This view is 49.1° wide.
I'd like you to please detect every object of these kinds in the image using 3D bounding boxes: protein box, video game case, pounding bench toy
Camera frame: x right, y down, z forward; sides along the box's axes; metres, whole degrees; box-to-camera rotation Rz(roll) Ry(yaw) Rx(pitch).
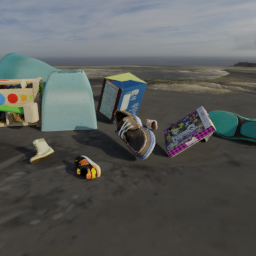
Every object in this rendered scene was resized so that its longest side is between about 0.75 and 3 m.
[{"bbox_3d":[-0.273,-1.334,12.168,1.107,1.641,1.630,37,37,27],"label":"protein box"},{"bbox_3d":[1.842,0.088,8.691,1.555,0.278,1.410,-34,20,19],"label":"video game case"},{"bbox_3d":[-4.741,-0.960,11.381,2.325,1.852,2.981,-3,17,-11],"label":"pounding bench toy"}]

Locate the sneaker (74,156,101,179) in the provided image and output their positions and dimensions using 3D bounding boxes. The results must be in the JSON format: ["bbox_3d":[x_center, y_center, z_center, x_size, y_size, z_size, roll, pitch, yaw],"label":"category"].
[{"bbox_3d":[-1.176,1.017,7.257,0.481,0.374,1.070,-11,21,-41],"label":"sneaker"}]

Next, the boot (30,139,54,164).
[{"bbox_3d":[-2.597,0.650,8.074,0.598,0.279,0.773,50,44,12],"label":"boot"}]

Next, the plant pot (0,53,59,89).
[{"bbox_3d":[-4.695,-2.161,14.107,2.719,2.893,2.893,10,18,11],"label":"plant pot"}]

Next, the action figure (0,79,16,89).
[{"bbox_3d":[-5.449,-1.686,12.548,1.032,0.769,0.691,44,-8,16],"label":"action figure"}]

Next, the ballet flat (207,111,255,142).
[{"bbox_3d":[4.096,0.042,10.028,0.988,0.945,2.807,18,0,-44],"label":"ballet flat"}]

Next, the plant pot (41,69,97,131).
[{"bbox_3d":[-2.461,-1.268,11.720,2.202,2.243,2.196,-2,17,-8],"label":"plant pot"}]

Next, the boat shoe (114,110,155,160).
[{"bbox_3d":[0.048,0.141,8.599,0.879,0.877,2.428,30,11,-25],"label":"boat shoe"}]

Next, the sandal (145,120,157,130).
[{"bbox_3d":[0.848,-0.128,11.260,0.287,0.383,1.000,-9,10,-23],"label":"sandal"}]

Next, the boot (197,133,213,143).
[{"bbox_3d":[2.529,0.248,10.067,0.894,0.357,0.983,10,25,33],"label":"boot"}]
